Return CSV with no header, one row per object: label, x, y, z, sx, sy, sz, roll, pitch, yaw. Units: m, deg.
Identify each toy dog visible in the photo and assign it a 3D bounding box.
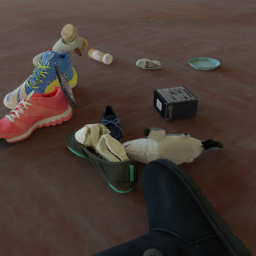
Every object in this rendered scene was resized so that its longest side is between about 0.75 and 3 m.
toy dog,-2.455,-2.720,10.468,1.515,2.297,1.106,9,54,-43

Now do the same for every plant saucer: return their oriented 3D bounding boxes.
plant saucer,3.437,-2.908,12.696,1.372,0.188,1.372,0,32,0

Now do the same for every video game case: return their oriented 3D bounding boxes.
video game case,-1.877,-1.243,8.418,0.116,0.871,1.219,-28,50,0

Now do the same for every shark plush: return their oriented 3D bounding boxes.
shark plush,1.164,0.368,6.979,2.575,1.170,1.073,-15,5,-15

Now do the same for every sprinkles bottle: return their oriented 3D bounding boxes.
sprinkles bottle,-1.315,-3.377,13.187,0.455,0.455,1.332,-27,40,-35

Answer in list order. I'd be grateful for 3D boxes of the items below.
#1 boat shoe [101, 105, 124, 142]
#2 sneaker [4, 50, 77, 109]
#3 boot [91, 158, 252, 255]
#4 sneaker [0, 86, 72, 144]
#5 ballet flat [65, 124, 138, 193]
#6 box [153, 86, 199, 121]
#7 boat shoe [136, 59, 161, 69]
boat shoe,-0.549,-0.136,7.992,0.654,0.534,1.555,-9,33,-14
sneaker,-3.030,-1.790,9.634,1.129,1.566,2.982,19,37,27
boot,0.263,1.738,4.514,2.347,1.067,2.793,-13,41,-26
sneaker,-2.845,-0.481,7.977,0.966,1.137,2.620,28,42,37
ballet flat,-0.639,0.447,6.711,0.908,0.913,2.670,-14,34,-40
box,1.492,-0.795,8.909,1.069,0.664,1.077,-10,34,-13
boat shoe,0.908,-2.796,12.343,1.065,0.393,0.342,7,28,-2
